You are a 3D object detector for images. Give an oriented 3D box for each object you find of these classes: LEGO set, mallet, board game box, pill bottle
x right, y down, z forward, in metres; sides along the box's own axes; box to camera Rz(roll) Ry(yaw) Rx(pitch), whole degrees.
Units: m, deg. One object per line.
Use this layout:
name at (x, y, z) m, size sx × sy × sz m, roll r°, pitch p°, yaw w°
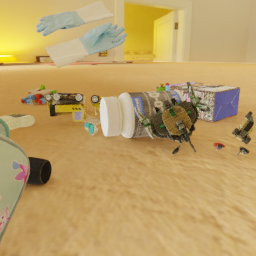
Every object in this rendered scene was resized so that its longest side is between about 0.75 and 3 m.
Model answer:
LEGO set at (1.609, -0.039, 7.117) m, size 2.898 × 1.882 × 0.821 m, roll 30°, pitch -11°, yaw 13°
mallet at (-2.254, 1.126, 4.553) m, size 0.818 × 0.511 × 2.485 m, roll 6°, pitch 21°, yaw 19°
board game box at (2.819, -1.078, 10.762) m, size 1.755 × 1.066 × 2.201 m, roll -14°, pitch 21°, yaw -39°
pill bottle at (0.409, -0.396, 8.048) m, size 2.283 × 1.299 × 1.299 m, roll -5°, pitch 17°, yaw -17°

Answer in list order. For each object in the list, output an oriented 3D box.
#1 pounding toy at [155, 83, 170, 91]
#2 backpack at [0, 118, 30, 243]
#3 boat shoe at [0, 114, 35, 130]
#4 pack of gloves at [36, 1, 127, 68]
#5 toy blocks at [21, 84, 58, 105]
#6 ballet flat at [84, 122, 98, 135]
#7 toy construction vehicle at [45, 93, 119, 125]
pounding toy at (2.050, -2.365, 16.102) m, size 0.848 × 0.510 × 1.099 m, roll -3°, pitch 17°, yaw -12°
backpack at (-2.180, 0.735, 2.050) m, size 1.958 × 2.554 × 2.245 m, roll 17°, pitch -15°, yaw 23°
boat shoe at (-3.695, -0.214, 8.976) m, size 1.318 × 0.471 × 0.394 m, roll -8°, pitch 17°, yaw -44°
pack of gloves at (-1.478, -3.213, 8.833) m, size 2.637 × 0.520 × 2.216 m, roll -26°, pitch 65°, yaw -19°
toy blocks at (-4.145, -1.431, 12.807) m, size 1.609 × 0.804 × 1.100 m, roll 10°, pitch 31°, yaw 34°
ballet flat at (-1.072, 0.010, 8.509) m, size 0.285 × 0.337 × 0.892 m, roll 18°, pitch 11°, yaw -28°
toy construction vehicle at (-1.680, -0.716, 10.145) m, size 2.864 × 1.009 × 2.494 m, roll 2°, pitch 5°, yaw -5°
